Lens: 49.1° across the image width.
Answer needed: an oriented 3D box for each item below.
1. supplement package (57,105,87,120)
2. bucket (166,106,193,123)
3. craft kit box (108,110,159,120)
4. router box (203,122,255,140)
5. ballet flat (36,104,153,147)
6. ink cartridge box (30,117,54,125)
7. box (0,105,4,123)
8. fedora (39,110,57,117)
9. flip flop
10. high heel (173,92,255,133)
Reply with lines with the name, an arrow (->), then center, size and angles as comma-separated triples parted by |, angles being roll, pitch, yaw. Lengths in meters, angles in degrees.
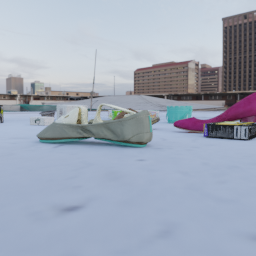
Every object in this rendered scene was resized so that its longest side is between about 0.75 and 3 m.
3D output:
supplement package -> -3.102, -0.846, 15.598 | 0.885, 0.882, 1.510 | 4, 6, 39
bucket -> 2.430, -0.649, 13.302 | 1.288, 0.838, 1.288 | 0, 4, 0
craft kit box -> 0.253, -0.811, 17.232 | 2.692, 0.661, 2.726 | -4, 5, -12
router box -> 2.697, 0.044, 7.130 | 1.078, 0.358, 1.371 | 3, 5, 37
ballet flat -> -0.736, -0.086, 5.800 | 2.606, 0.830, 0.878 | 1, 5, 21
ink cartridge box -> -3.615, -0.298, 11.817 | 0.836, 0.351, 0.610 | 2, 5, 27
box -> -6.475, -0.664, 13.235 | 1.093, 0.876, 0.242 | 1, 4, 0
fedora -> -4.752, -0.748, 16.770 | 0.997, 0.509, 1.127 | 0, 11, 25
flip flop -> -0.157, -0.323, 9.636 | 2.500, 0.720, 1.014 | 1, 4, 12
high heel -> 2.586, -0.453, 8.314 | 2.443, 1.174, 0.824 | 1, 4, 8
